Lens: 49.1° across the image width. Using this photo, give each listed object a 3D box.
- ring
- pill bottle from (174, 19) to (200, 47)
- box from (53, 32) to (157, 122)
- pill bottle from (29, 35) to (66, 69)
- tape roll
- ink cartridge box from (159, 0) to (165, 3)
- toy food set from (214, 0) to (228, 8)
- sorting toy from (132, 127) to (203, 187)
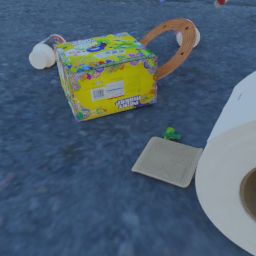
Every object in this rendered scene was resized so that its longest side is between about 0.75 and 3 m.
[{"bbox_3d":[1.197,-2.797,10.249,2.888,0.277,2.888,-24,46,28],"label":"ring"},{"bbox_3d":[2.727,-4.516,13.246,1.019,1.019,1.804,0,36,0],"label":"pill bottle"},{"bbox_3d":[-0.758,-1.758,8.913,2.593,1.582,2.498,-15,39,-15],"label":"box"},{"bbox_3d":[-3.220,-3.042,11.286,0.956,0.956,1.726,9,38,12],"label":"pill bottle"},{"bbox_3d":[2.869,0.563,4.609,3.031,3.031,2.081,18,40,23],"label":"tape roll"},{"bbox_3d":[0.806,-2.918,5.490,0.494,0.828,0.174,48,9,16],"label":"ink cartridge box"},{"bbox_3d":[2.199,-3.607,7.212,0.582,1.294,0.618,-44,42,-12],"label":"toy food set"},{"bbox_3d":[1.073,0.621,6.848,1.378,0.274,1.864,12,41,24],"label":"sorting toy"}]
